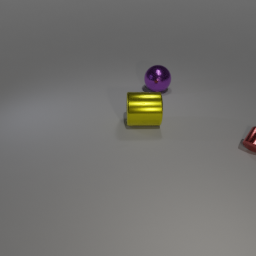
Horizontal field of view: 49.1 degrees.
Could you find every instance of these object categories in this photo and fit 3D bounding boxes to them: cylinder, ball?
[{"bbox_3d":[4.602,0.419,10.033,0.700,0.700,0.700,28,75,38],"label":"cylinder"},{"bbox_3d":[0.646,-0.783,11.536,1.400,1.400,1.400,0,31,-2],"label":"cylinder"},{"bbox_3d":[1.536,-2.551,14.496,1.400,1.400,1.400,0,31,0],"label":"ball"}]
